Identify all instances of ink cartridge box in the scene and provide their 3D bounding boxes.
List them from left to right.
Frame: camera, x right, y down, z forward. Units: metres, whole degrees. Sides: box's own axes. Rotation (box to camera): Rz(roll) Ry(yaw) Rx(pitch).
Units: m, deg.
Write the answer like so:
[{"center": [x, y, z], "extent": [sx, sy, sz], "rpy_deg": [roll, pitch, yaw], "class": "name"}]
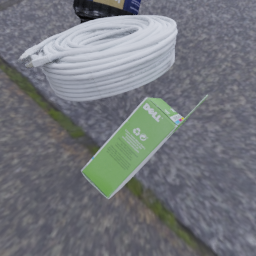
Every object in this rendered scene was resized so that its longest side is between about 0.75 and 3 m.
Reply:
[{"center": [0.280, 0.067, 4.091], "extent": [0.573, 1.003, 1.932], "rpy_deg": [44, 106, 9], "class": "ink cartridge box"}]

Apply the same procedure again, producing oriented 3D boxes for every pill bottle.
[{"center": [-0.418, -3.344, 6.704], "extent": [1.596, 2.853, 1.596], "rpy_deg": [13, 15, -4], "class": "pill bottle"}]

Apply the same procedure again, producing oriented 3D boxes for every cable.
[{"center": [-0.304, -1.223, 4.565], "extent": [2.208, 0.764, 2.207], "rpy_deg": [2, 35, 21], "class": "cable"}]
